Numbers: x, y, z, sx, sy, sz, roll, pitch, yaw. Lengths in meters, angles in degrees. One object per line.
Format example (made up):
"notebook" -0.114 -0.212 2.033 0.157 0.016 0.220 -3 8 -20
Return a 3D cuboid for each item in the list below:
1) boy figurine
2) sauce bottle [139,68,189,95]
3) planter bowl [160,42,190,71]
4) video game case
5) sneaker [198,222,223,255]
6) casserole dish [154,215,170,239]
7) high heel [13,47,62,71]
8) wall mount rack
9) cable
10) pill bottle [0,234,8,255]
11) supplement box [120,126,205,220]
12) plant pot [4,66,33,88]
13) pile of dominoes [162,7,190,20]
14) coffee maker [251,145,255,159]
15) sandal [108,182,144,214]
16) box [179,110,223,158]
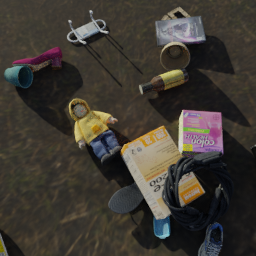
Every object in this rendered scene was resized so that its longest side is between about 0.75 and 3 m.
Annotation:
"boy figurine" -1.154 -0.013 9.781 1.613 0.836 2.594 -32 73 -10
"sauce bottle" 1.342 -1.744 10.609 1.857 0.601 0.601 -19 68 -9
"planter bowl" 1.833 -2.883 10.917 1.125 1.125 0.757 7 42 3
"video game case" 2.141 -3.986 11.576 1.927 0.183 1.377 -4 63 5
"sneaker" 2.502 3.534 8.377 0.572 0.632 1.484 15 69 6
"casserole dish" 1.064 3.049 8.839 0.501 0.160 0.827 0 66 0
"high heel" -3.542 -2.748 11.015 1.875 0.632 0.901 -2 77 -17
"wall mount rack" -1.619 -4.013 11.541 1.764 0.658 1.533 -30 71 -11
"cable" 2.091 1.928 8.446 2.742 0.697 2.237 -13 99 -33
"pill bottle" -4.309 3.358 8.192 1.119 1.119 2.147 -27 69 -11
"supplement box" 1.038 1.389 8.876 1.558 0.909 2.472 -25 75 -21
"plant pot" -4.206 -1.963 10.648 0.777 0.827 0.827 8 67 20
"pile of dominoes" 2.185 -4.529 12.067 1.088 0.222 1.396 -31 63 -8
"coffee maker" 4.824 1.295 8.615 1.373 1.958 2.038 -19 66 10
"sandal" 0.248 2.108 9.152 2.006 0.429 0.763 -33 78 -23
"box" 2.489 0.246 9.698 1.348 0.741 1.532 5 68 2
